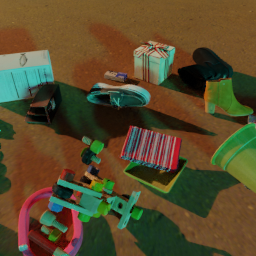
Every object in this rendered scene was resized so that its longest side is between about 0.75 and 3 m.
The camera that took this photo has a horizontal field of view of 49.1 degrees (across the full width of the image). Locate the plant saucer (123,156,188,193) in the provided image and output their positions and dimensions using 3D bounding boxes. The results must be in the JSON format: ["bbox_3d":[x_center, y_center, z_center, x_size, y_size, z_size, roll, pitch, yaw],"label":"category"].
[{"bbox_3d":[0.945,1.395,9.445,1.654,0.397,1.657,21,45,24],"label":"plant saucer"}]

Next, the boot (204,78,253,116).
[{"bbox_3d":[4.300,-1.326,11.801,2.088,1.495,0.735,4,22,7],"label":"boot"}]

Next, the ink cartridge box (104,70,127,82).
[{"bbox_3d":[-0.626,-2.701,14.523,1.089,0.241,0.512,14,43,16],"label":"ink cartridge box"}]

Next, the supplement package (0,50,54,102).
[{"bbox_3d":[-4.968,-2.443,13.108,2.806,1.646,1.640,-10,41,-12],"label":"supplement package"}]

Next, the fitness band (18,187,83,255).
[{"bbox_3d":[-2.160,2.681,7.867,1.697,0.442,2.363,-10,42,-12],"label":"fitness band"}]

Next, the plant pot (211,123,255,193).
[{"bbox_3d":[3.774,1.084,8.441,1.809,1.809,1.718,-23,57,-25],"label":"plant pot"}]

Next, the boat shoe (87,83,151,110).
[{"bbox_3d":[-0.463,-1.258,12.340,2.926,1.055,1.038,8,48,25],"label":"boat shoe"}]

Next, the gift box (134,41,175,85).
[{"bbox_3d":[1.303,-3.328,14.098,1.726,1.747,1.870,20,42,23],"label":"gift box"}]

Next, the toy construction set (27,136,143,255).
[{"bbox_3d":[-0.887,2.212,7.467,2.187,2.374,2.846,28,67,14],"label":"toy construction set"}]

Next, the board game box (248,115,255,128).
[{"bbox_3d":[5.512,-0.110,11.410,1.164,0.213,0.880,11,41,14],"label":"board game box"}]

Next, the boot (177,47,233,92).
[{"bbox_3d":[3.612,-3.068,14.354,2.407,1.087,2.938,-20,48,-23],"label":"boot"}]

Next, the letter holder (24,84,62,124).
[{"bbox_3d":[-3.741,-1.082,12.075,1.254,0.887,1.764,2,40,5],"label":"letter holder"}]

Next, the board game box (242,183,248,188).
[{"bbox_3d":[4.032,1.507,9.502,0.741,0.154,1.096,-8,41,-9],"label":"board game box"}]

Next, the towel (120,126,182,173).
[{"bbox_3d":[0.837,0.689,9.671,1.955,0.220,1.414,14,55,7],"label":"towel"}]
